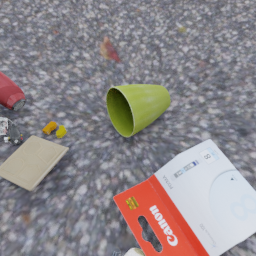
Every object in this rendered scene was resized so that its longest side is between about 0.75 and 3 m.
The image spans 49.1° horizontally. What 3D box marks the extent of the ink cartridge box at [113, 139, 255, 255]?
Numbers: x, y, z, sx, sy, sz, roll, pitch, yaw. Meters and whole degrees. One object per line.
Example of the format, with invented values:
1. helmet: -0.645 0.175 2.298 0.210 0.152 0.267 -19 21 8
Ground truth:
1. ink cartridge box: 1.449 1.757 6.342 2.864 0.677 2.293 -22 61 -22

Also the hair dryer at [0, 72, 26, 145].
1. hair dryer: -3.833 -0.811 7.643 1.990 0.710 2.613 10 52 -32

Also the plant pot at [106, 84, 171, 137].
1. plant pot: 0.376 -0.641 7.666 1.481 1.385 1.385 -22 60 -27

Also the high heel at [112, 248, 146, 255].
1. high heel: 0.061 3.012 6.032 1.070 0.382 0.763 14 94 -19

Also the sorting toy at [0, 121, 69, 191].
1. sorting toy: -2.239 0.649 7.216 1.505 0.270 2.020 13 48 31
